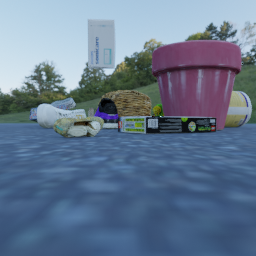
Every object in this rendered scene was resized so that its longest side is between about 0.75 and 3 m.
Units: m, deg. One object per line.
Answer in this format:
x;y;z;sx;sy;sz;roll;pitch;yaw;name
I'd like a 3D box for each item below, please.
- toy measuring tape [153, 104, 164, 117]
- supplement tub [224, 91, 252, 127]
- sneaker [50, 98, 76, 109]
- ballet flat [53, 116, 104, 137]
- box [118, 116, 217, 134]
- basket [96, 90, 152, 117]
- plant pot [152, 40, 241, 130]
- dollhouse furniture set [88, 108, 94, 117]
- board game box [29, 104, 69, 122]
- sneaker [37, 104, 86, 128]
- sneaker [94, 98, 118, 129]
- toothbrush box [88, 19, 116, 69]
1.462;-0.178;9.771;0.760;0.760;2.067;1;-21;40;toy measuring tape
3.785;-0.789;11.629;2.125;1.545;1.545;0;1;-17;supplement tub
-3.687;-1.159;15.564;1.718;0.608;0.627;-10;41;25;sneaker
-0.685;0.008;4.383;0.350;0.350;0.991;1;1;41;ballet flat
0.892;-0.076;6.277;1.985;0.345;1.092;-1;1;-31;box
-0.346;-1.171;16.639;2.931;2.092;2.184;0;2;-34;basket
1.963;-1.093;8.201;2.561;2.292;2.561;0;0;0;plant pot
-1.342;-0.776;18.013;2.266;1.003;1.175;0;-14;-17;dollhouse furniture set
-3.777;-0.620;15.373;2.247;0.694;2.249;-9;-20;38;board game box
-2.383;-0.462;10.789;1.472;0.938;2.547;-3;0;7;sneaker
-0.786;-0.522;9.960;0.753;1.077;2.166;-1;2;-20;sneaker
-1.075;-3.467;11.917;1.084;1.861;2.542;1;11;-1;toothbrush box
